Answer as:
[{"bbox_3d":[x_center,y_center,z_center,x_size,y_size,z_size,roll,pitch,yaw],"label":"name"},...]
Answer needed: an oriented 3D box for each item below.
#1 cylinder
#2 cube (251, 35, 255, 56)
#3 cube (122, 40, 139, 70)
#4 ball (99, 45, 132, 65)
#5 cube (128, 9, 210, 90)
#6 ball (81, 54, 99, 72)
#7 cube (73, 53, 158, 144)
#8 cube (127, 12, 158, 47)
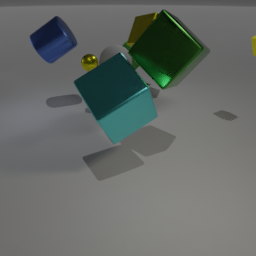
[{"bbox_3d":[-3.051,-3.625,11.582,1.400,1.400,1.400,-31,25,12],"label":"cylinder"},{"bbox_3d":[4.841,-2.914,9.732,0.700,0.700,0.700,-31,35,-11],"label":"cube"},{"bbox_3d":[0.452,-4.119,15.124,1.400,1.400,1.400,-45,10,-28],"label":"cube"},{"bbox_3d":[-0.527,-2.820,11.931,1.400,1.400,1.400,0,27,0],"label":"ball"},{"bbox_3d":[1.130,-2.043,7.500,1.400,1.400,1.400,48,25,7],"label":"cube"},{"bbox_3d":[-1.524,-2.590,11.136,0.700,0.700,0.700,0,27,0],"label":"ball"},{"bbox_3d":[-0.274,-0.715,7.094,1.400,1.400,1.400,-33,60,-2],"label":"cube"},{"bbox_3d":[1.053,-4.200,12.801,1.400,1.400,1.400,21,-5,-41],"label":"cube"}]
